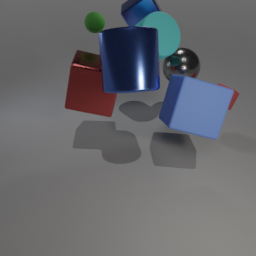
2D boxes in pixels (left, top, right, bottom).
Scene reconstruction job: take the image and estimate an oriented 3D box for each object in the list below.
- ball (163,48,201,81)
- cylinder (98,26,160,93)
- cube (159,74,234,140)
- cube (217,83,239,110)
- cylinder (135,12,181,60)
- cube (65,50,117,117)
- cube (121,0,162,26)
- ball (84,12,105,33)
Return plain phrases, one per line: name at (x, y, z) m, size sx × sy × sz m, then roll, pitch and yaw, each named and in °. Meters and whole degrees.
ball at (2.014, -2.304, 10.564) m, size 1.400 × 1.400 × 1.400 m, roll 0°, pitch 31°, yaw 0°
cylinder at (0.042, -1.592, 6.692) m, size 1.400 × 1.400 × 1.400 m, roll -3°, pitch 12°, yaw 1°
cube at (1.838, -0.639, 7.905) m, size 1.400 × 1.400 × 1.400 m, roll 14°, pitch 11°, yaw -9°
cube at (3.588, -1.159, 10.417) m, size 0.700 × 0.700 × 0.700 m, roll 33°, pitch 12°, yaw 31°
cylinder at (0.784, -2.904, 9.289) m, size 1.400 × 1.400 × 1.400 m, roll -15°, pitch 5°, yaw -23°
cube at (-1.038, -1.354, 8.451) m, size 1.400 × 1.400 × 1.400 m, roll 11°, pitch 29°, yaw -10°
cube at (0.648, -4.908, 12.051) m, size 1.400 × 1.400 × 1.400 m, roll -28°, pitch 33°, yaw 20°
ball at (-1.144, -3.629, 9.634) m, size 0.700 × 0.700 × 0.700 m, roll 0°, pitch 31°, yaw 0°
